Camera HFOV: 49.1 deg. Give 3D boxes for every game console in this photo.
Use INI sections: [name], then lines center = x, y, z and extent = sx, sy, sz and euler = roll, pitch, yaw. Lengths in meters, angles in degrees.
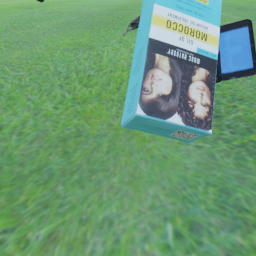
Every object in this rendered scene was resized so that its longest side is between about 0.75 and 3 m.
[game console]
center = 2.307, -2.025, 6.882
extent = 1.362, 1.580, 0.938
euler = 11, -19, -31

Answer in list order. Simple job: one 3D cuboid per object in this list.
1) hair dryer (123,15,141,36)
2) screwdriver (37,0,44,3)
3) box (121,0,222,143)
[hair dryer]
center = 0.773, -3.653, 8.642
extent = 0.638, 2.348, 1.788
euler = 33, 15, -43
[screwdriver]
center = -3.284, -4.027, 7.204
extent = 2.500, 0.364, 0.349
euler = 24, 16, -37
[box]
center = 0.658, -1.137, 3.894
extent = 1.030, 2.504, 0.615
euler = 13, -17, -14
